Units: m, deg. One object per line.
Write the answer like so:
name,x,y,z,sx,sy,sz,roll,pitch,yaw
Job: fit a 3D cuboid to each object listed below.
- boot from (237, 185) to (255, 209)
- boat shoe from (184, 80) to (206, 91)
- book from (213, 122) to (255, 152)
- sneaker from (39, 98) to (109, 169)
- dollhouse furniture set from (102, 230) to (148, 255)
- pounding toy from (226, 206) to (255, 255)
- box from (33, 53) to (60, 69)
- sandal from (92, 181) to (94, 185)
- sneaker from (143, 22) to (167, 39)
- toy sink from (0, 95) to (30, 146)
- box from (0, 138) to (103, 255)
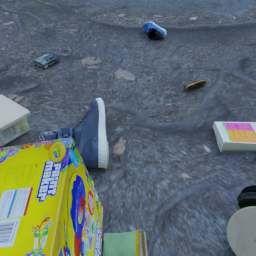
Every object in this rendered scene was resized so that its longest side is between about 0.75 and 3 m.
boot,4.177,1.492,7.897,2.581,0.971,1.929,8,49,-6
boat shoe,2.914,-1.916,12.165,1.022,0.368,0.345,-18,47,-15
book,4.059,0.251,9.745,1.898,0.456,1.268,1,40,0
sneaker,-1.781,0.045,9.403,2.188,1.151,3.028,-1,43,-5
dollhouse furniture set,-0.078,2.993,6.373,1.111,0.851,1.696,-2,42,-2
pounding toy,3.377,2.507,6.866,1.786,0.829,1.379,-28,73,21
box,-4.003,-3.308,13.782,0.797,0.258,1.010,28,49,26
sandal,-2.109,1.494,7.979,2.201,0.958,0.875,-6,44,-4
sneaker,1.292,-5.561,15.983,1.672,0.642,0.930,38,45,26
toy sink,-4.291,-0.196,9.762,1.886,1.057,1.229,25,48,32
box,-1.688,2.214,5.680,1.731,2.733,2.837,-9,42,5
